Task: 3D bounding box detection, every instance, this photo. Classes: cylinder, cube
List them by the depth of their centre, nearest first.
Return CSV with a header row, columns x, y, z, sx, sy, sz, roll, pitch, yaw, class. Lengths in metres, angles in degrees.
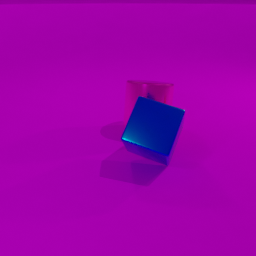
x,y,z,sx,sy,sz,roll,pitch,yaw,class
0.517,0.079,5.547,0.944,0.944,0.944,19,-14,14,cube
0.497,-0.549,6.880,1.166,1.166,1.166,4,12,-1,cylinder
